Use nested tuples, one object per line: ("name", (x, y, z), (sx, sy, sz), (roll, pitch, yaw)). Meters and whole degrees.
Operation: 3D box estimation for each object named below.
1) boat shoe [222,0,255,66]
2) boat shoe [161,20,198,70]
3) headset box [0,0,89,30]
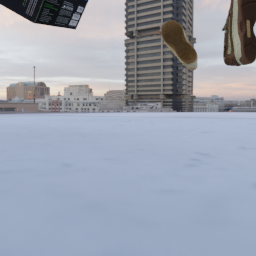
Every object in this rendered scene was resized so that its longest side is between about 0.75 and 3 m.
("boat shoe", (3.185, -3.119, 8.300), (0.963, 2.608, 0.965), (8, -5, -31))
("boat shoe", (1.965, -3.177, 10.815), (0.841, 2.361, 0.762), (-27, -29, 12))
("headset box", (-2.301, -3.207, 5.728), (2.567, 1.191, 2.235), (30, 18, 1))
